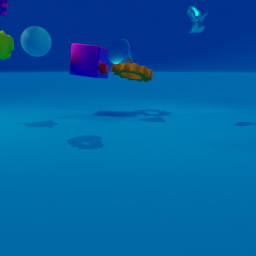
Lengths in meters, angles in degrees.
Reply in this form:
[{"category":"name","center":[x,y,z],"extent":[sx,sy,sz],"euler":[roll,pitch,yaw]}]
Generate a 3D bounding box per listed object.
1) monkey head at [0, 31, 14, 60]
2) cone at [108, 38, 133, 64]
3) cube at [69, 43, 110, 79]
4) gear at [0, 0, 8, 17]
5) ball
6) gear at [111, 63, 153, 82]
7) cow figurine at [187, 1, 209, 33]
[{"category":"monkey head","center":[-4.296,-2.788,9.091],"extent":[0.910,1.510,1.086],"euler":[3,49,-46]},{"category":"cone","center":[-0.072,-2.570,10.064],"extent":[0.934,0.934,0.937],"euler":[10,-6,37]},{"category":"cube","center":[-1.496,-2.656,11.221],"extent":[1.197,1.197,1.197],"euler":[10,11,15]},{"category":"gear","center":[-2.939,-3.263,6.584],"extent":[0.220,1.189,1.189],"euler":[3,10,-26]},{"category":"ball","center":[-2.349,-2.211,7.170],"extent":[0.745,0.745,0.745],"euler":[0,13,0]},{"category":"gear","center":[0.178,-2.288,11.526],"extent":[1.685,0.312,1.685],"euler":[12,-3,1]},{"category":"cow figurine","center":[2.148,-3.504,8.940],"extent":[0.898,0.912,0.501],"euler":[-40,-3,-21]}]
